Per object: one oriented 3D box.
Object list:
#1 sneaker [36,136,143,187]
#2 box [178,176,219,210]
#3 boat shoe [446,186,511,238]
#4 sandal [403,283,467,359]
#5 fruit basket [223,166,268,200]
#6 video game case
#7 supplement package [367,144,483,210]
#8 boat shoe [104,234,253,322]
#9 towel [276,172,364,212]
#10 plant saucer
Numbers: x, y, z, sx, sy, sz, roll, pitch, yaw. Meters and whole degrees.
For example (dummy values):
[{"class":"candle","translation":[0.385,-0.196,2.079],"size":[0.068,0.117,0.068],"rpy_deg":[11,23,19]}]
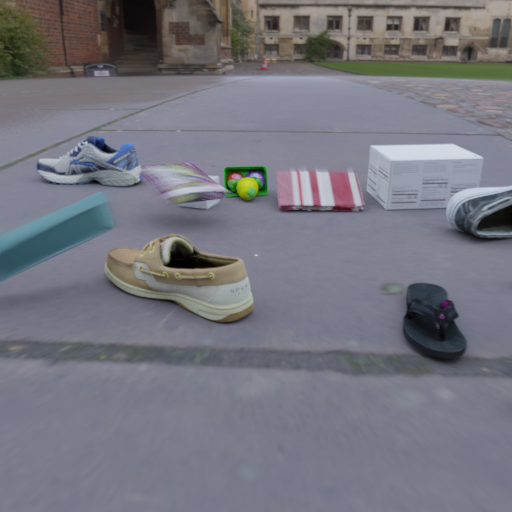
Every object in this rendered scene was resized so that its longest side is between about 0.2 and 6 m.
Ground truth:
[{"class":"sneaker","translation":[-3.944,-2.304,13.227],"size":[2.599,1.107,1.002],"rpy_deg":[2,22,8]},{"class":"box","translation":[-1.172,-1.324,11.493],"size":[0.664,0.571,0.667],"rpy_deg":[8,22,19]},{"class":"boat shoe","translation":[4.885,-0.759,9.773],"size":[2.967,1.070,1.052],"rpy_deg":[-13,32,-4]},{"class":"sandal","translation":[2.096,0.650,6.769],"size":[0.672,0.428,1.789],"rpy_deg":[3,22,7]},{"class":"fruit basket","translation":[-0.219,-1.563,12.047],"size":[1.028,0.742,1.028],"rpy_deg":[-2,4,0]},{"class":"video game case","translation":[-1.346,-1.350,10.254],"size":[1.089,0.215,1.201],"rpy_deg":[-11,38,-37]},{"class":"supplement package","translation":[3.465,-1.692,11.764],"size":[1.897,1.052,1.477],"rpy_deg":[-2,22,-6]},{"class":"boat shoe","translation":[-1.079,0.133,7.525],"size":[2.469,0.819,0.914],"rpy_deg":[13,25,30]},{"class":"towel","translation":[1.289,-1.333,11.514],"size":[1.710,0.194,1.232],"rpy_deg":[1,43,-1]},{"class":"plant saucer","translation":[-2.816,-0.183,7.369],"size":[1.946,0.680,0.185],"rpy_deg":[-27,56,-17]}]
